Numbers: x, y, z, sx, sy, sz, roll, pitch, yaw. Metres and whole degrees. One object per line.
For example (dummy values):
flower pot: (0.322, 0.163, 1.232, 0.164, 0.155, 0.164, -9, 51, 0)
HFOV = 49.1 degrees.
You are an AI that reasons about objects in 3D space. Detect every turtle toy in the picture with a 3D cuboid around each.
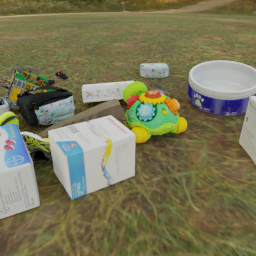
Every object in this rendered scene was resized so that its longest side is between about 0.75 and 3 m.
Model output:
turtle toy: (0.697, -0.712, 10.157, 2.137, 1.482, 2.932, -13, 31, -23)

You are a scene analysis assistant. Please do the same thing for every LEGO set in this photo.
LEGO set: (-4.400, -1.471, 12.172, 2.016, 1.519, 2.622, 16, 18, -39)

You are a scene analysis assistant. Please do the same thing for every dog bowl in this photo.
dog bowl: (4.075, -1.785, 12.045, 2.924, 1.152, 2.924, -3, 38, 2)

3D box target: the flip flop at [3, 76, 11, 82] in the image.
flip flop: (-6.477, -2.687, 15.147, 0.364, 0.258, 0.898, -22, 35, -35)

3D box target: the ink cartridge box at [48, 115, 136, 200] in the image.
ink cartridge box: (-0.945, 0.706, 7.604, 1.911, 1.396, 1.402, -16, 32, -27)

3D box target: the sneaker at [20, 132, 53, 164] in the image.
sneaker: (-2.923, 0.615, 8.541, 1.839, 0.685, 0.778, 5, 32, 14)

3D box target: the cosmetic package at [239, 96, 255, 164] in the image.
cosmetic package: (4.457, 0.066, 8.449, 1.424, 1.726, 1.422, -2, 28, -3)

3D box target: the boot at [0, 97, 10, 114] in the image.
boot: (-5.038, -0.827, 10.849, 0.798, 1.036, 2.168, -23, 36, -37)

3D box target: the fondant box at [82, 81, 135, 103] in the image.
fondant box: (-0.790, -1.610, 12.183, 2.319, 0.675, 1.673, -7, 13, -5)

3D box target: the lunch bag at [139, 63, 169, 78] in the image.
lunch bag: (1.452, -3.321, 15.929, 1.650, 0.636, 1.324, 1, 28, 2)

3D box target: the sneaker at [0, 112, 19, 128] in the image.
sneaker: (-4.762, 0.392, 8.859, 1.202, 1.065, 2.876, -5, 22, 29)

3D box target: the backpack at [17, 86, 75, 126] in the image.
backpack: (-3.012, -0.816, 10.624, 1.960, 1.240, 1.635, -19, 37, -29)

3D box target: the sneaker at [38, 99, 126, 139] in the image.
sneaker: (-1.482, 0.096, 9.154, 2.990, 1.130, 1.053, -25, 2, -1)

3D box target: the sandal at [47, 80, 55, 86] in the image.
sandal: (-4.151, -2.258, 14.360, 0.522, 0.332, 1.388, 5, 16, 12)

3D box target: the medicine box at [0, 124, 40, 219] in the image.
medicine box: (-3.751, 1.152, 6.876, 2.543, 1.309, 2.316, -14, 31, -25)

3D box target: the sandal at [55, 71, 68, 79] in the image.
sandal: (-3.721, -3.011, 15.743, 0.441, 0.264, 1.173, -20, 34, -32)
